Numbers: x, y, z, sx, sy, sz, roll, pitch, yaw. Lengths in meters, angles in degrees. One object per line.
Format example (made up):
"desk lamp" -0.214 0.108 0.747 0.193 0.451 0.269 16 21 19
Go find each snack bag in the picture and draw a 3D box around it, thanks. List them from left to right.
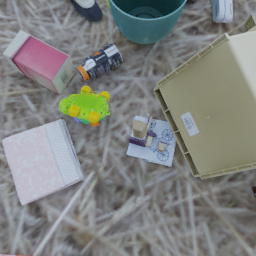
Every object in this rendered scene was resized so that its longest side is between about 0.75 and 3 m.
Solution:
"snack bag" 0.733 0.373 8.380 1.414 0.151 1.333 11 74 6

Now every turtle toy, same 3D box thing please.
"turtle toy" -1.290 -0.591 8.292 1.593 0.805 1.161 17 52 8

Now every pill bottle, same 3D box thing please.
"pill bottle" -0.896 -2.005 8.735 1.346 0.715 0.715 -33 77 -9

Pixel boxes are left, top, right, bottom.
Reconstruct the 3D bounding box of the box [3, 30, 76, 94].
"box" -2.637 -1.958 8.512 1.740 1.112 0.948 28 77 7

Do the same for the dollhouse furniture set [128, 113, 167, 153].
"dollhouse furniture set" 0.665 -0.091 7.756 1.097 1.385 0.983 16 70 10

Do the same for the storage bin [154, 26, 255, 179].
"storage bin" 2.388 -0.428 7.023 1.362 2.885 2.906 -22 85 -35

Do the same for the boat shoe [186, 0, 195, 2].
"boat shoe" 2.239 -5.631 9.593 1.000 0.976 2.642 13 75 4

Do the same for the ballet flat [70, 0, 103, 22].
"ballet flat" -1.647 -4.441 9.415 0.755 0.755 2.067 -39 78 -10

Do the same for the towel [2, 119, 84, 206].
"towel" -2.470 0.926 8.138 1.941 0.328 2.032 -22 75 -6

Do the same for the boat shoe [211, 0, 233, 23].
"boat shoe" 3.227 -4.391 9.506 0.620 0.683 1.856 6 83 -14

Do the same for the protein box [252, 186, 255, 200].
"protein box" 4.316 2.115 7.500 1.334 0.907 1.344 -9 75 -2

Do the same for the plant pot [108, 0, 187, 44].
"plant pot" 0.549 -3.727 8.595 2.367 1.900 2.367 0 74 0

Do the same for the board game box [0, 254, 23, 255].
"board game box" -2.857 4.035 7.231 1.765 0.409 1.337 4 75 1

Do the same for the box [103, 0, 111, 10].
"box" 0.051 -4.752 9.627 1.830 0.459 0.689 -38 77 -9

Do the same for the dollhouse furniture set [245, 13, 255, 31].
"dollhouse furniture set" 4.871 -2.940 8.347 1.232 1.960 2.216 -16 76 -5
